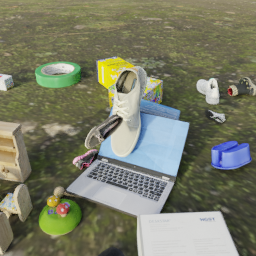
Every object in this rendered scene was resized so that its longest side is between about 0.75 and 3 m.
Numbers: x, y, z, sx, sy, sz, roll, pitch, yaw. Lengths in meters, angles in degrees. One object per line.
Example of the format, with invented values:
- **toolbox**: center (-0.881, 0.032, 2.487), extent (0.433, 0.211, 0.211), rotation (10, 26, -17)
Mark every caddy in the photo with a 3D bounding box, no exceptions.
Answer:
- **caddy**: center (3.130, 0.884, 8.511), extent (1.279, 0.671, 0.904), rotation (-16, 15, -27)

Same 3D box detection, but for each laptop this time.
- **laptop**: center (0.059, 0.792, 7.751), extent (2.544, 1.575, 2.717), rotation (13, 29, 21)

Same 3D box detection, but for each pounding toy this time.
- **pounding toy**: center (-1.643, 1.909, 6.944), extent (1.036, 0.623, 1.342), rotation (7, 34, 11)

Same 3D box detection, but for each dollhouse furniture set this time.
- **dollhouse furniture set**: center (-3.671, 1.252, 6.914), extent (2.482, 1.758, 2.702), rotation (7, 33, 11)

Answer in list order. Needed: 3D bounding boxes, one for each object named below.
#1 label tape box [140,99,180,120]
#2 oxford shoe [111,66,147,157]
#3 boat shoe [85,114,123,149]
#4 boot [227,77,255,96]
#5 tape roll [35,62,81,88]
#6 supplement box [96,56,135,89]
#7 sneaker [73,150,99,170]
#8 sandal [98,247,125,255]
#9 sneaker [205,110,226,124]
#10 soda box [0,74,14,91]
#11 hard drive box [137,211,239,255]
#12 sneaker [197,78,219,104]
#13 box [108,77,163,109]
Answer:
- **label tape box**: center (0.886, -0.037, 9.648), extent (1.536, 0.674, 2.130), rotation (17, 37, 6)
- **oxford shoe**: center (-0.093, -0.518, 8.201), extent (1.026, 2.728, 0.788), rotation (12, 1, 30)
- **boat shoe**: center (-0.562, 0.064, 6.759), extent (1.145, 0.383, 0.326), rotation (-45, 26, -24)
- **boot**: center (5.121, -1.927, 12.943), extent (1.130, 0.540, 1.496), rotation (-5, 33, -2)
- **tape roll**: center (-3.506, -2.736, 14.182), extent (2.232, 0.536, 2.232), rotation (-1, 33, 0)
- **supplement box**: center (-0.491, -2.481, 13.218), extent (1.135, 1.142, 2.086), rotation (-20, 38, -28)
- **sneaker**: center (-1.241, 1.000, 8.699), extent (0.905, 0.358, 0.432), rotation (-27, 64, -34)
- **sandal**: center (-0.739, 3.193, 5.046), extent (0.946, 0.533, 2.488), rotation (18, 37, 25)
- **sneaker**: center (3.439, -0.472, 10.977), extent (0.483, 0.317, 0.840), rotation (-16, 43, -39)
- **soda box**: center (-6.414, -2.258, 13.427), extent (1.742, 0.554, 0.593), rotation (10, 34, 15)
- **hard drive box**: center (1.174, 2.807, 5.282), extent (1.854, 0.913, 2.378), rotation (-1, 33, -2)
- **sneaker**: center (3.658, -1.881, 12.539), extent (0.755, 0.888, 2.007), rotation (-5, 33, -4)
- **box**: center (0.336, -1.377, 11.557), extent (1.607, 1.018, 1.669), rotation (20, 41, 28)
